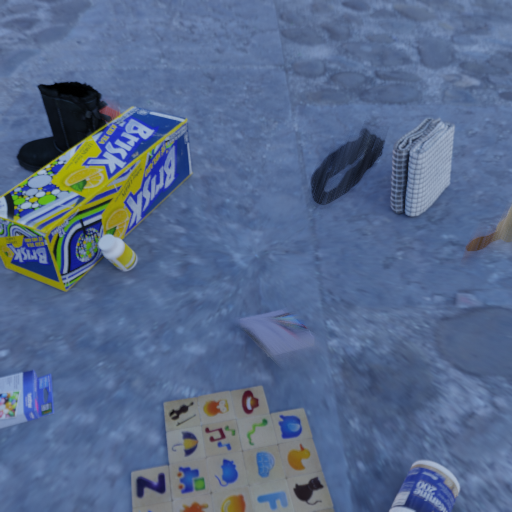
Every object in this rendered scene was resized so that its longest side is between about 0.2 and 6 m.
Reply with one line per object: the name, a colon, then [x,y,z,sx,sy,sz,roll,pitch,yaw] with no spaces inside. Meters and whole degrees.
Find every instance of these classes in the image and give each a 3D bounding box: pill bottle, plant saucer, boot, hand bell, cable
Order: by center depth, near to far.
pill bottle: [1.904,2.997,6.524,0.603,0.603,1.087,24,46,25]
hand bell: [3.270,-0.265,7.681,0.542,1.040,0.542,9,68,-22]
cable: [1.344,-1.309,8.414,0.337,1.326,1.082,49,23,20]
pill bottle: [-2.421,-0.063,9.766,0.409,0.734,0.409,-9,60,15]
boot: [-4.251,-2.725,12.048,2.449,2.007,0.906,13,43,15]
plant saucer: [-3.165,-3.147,13.097,1.139,1.141,0.209,26,89,0]

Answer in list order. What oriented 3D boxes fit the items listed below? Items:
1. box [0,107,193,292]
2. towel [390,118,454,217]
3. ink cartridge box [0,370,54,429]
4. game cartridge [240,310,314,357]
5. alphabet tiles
box: [-2.968,-1.316,10.893,1.508,1.384,4.305,18,44,20]
towel: [3.357,-1.853,11.456,0.772,1.494,1.804,18,42,32]
ink cartridge box: [-3.531,2.050,7.902,1.241,0.260,0.741,-11,42,-15]
game cartridge: [0.301,1.123,8.399,0.759,0.225,1.171,-14,19,-18]
alphabet tiles: [-0.327,2.930,6.994,2.418,0.109,2.892,-8,41,-8]
